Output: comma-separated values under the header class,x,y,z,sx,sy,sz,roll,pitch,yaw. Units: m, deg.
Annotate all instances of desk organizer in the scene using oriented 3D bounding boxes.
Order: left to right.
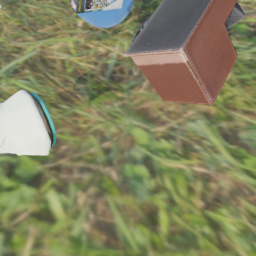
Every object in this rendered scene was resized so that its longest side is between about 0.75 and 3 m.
class,x,y,z,sx,sy,sz,roll,pitch,yaw
desk organizer,1.061,-1.491,3.625,0.848,0.910,2.365,11,63,47

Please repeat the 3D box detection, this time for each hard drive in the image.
class,x,y,z,sx,sy,sz,roll,pitch,yaw
hard drive,1.216,-2.237,6.001,1.404,2.082,0.441,14,66,-36

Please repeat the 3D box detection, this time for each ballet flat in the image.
class,x,y,z,sx,sy,sz,roll,pitch,yaw
ballet flat,-1.841,-0.038,4.452,1.014,1.014,2.920,-28,18,-19

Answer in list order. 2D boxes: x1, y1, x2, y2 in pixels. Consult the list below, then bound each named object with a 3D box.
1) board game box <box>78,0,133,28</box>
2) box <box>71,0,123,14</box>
class,x,y,z,sx,sy,sz,roll,pitch,yaw
board game box,-0.731,-3.635,6.687,1.851,2.343,0.456,-26,30,-38
box,-0.403,-2.429,4.341,0.870,1.274,0.240,-17,65,-24
